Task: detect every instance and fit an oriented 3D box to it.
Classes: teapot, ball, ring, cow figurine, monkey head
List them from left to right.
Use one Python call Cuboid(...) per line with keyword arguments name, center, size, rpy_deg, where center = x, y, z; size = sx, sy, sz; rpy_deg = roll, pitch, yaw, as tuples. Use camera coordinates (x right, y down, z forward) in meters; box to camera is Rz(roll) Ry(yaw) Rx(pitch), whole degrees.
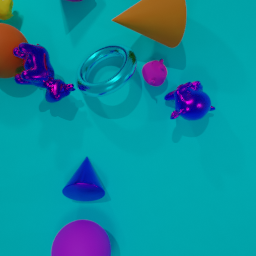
Cuboid(name="cow figurine", center=(-3.690, -3.075, 7.448), size=(1.164, 0.639, 1.145), rpy_deg=(13, 88, -19))
Cuboid(name="ball", center=(-3.235, -1.976, 7.226), size=(1.367, 1.367, 1.367), rpy_deg=(0, 86, 0))
Cuboid(name="cow figurine", center=(-2.053, -1.360, 7.001), size=(1.444, 0.805, 1.467), rpy_deg=(-4, 89, -43))
Cuboid(name="ball", center=(-1.095, 2.890, 6.602), size=(1.390, 1.390, 1.390), rpy_deg=(0, 86, 0))
Cuboid(name="ring", center=(-0.587, -1.520, 7.276), size=(1.737, 0.347, 1.737), rpy_deg=(-14, 51, 18))
Cuboid(name="teapot", center=(0.737, -1.470, 7.481), size=(0.709, 0.559, 1.141), rpy_deg=(35, 51, -14))
Cuboid(name="monkey head", center=(1.516, -0.629, 7.263), size=(1.629, 1.172, 0.982), rpy_deg=(-12, 87, -37))

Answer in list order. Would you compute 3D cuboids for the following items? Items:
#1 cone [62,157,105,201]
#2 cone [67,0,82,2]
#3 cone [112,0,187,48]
Cuboid(name="cone", center=(-1.116, 1.206, 7.344), size=(1.076, 1.076, 1.080), rpy_deg=(-1, 53, 0))
Cuboid(name="cone", center=(-1.775, -3.628, 7.233), size=(1.155, 1.155, 1.159), rpy_deg=(28, 51, 2))
Cuboid(name="cone", center=(0.368, -2.756, 7.020), size=(1.602, 1.596, 1.596), rpy_deg=(-10, 86, -15))
